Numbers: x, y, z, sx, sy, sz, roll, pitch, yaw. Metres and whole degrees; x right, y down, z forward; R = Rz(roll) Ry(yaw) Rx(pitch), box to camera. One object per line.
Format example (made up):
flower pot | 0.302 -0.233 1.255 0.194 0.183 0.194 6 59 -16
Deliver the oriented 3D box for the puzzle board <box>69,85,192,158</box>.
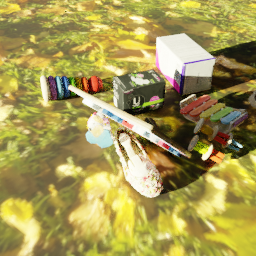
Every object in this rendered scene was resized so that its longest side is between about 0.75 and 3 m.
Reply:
puzzle board | 0.172 -0.017 6.541 2.169 2.878 0.250 28 88 30

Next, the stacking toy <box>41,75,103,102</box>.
stacking toy | -1.836 -1.427 9.356 2.001 0.854 0.854 -10 41 -19

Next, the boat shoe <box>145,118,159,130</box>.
boat shoe | 0.774 -0.018 8.017 0.264 0.281 0.782 -11 50 -29

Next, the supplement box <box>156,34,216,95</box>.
supplement box | 1.955 -2.351 10.047 1.212 1.187 2.346 -13 42 -13

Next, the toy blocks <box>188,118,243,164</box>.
toy blocks | 2.284 0.448 7.204 1.268 0.460 1.057 28 58 -1

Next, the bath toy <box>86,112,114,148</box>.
bath toy | -0.780 -0.050 7.319 0.628 0.739 1.699 -16 18 -2

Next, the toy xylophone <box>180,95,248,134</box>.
toy xylophone | 2.540 -0.484 8.192 1.977 0.497 1.448 22 44 39

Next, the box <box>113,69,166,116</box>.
box | 0.340 -1.087 8.706 1.403 1.042 0.872 -15 43 -17

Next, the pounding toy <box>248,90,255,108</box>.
pounding toy | 4.424 -1.111 8.457 1.052 1.834 1.049 -5 8 -27

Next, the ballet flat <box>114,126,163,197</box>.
ballet flat | 0.125 0.744 6.814 0.803 0.678 2.122 -29 46 -7
